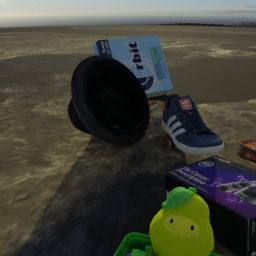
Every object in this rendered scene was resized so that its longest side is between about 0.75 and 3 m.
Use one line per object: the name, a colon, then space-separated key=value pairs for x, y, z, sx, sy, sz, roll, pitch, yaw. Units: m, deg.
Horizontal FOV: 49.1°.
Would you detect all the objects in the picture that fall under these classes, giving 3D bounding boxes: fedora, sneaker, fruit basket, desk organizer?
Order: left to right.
fedora: x=-0.693 y=-0.647 z=8.027 sx=1.330 sy=2.913 sz=2.913 roll=-22 pitch=8 yaw=38
desk organizer: x=1.215 y=0.305 z=7.749 sx=0.289 sy=0.270 sz=0.752 roll=14 pitch=27 yaw=30
fruit basket: x=0.571 y=1.599 z=3.227 sx=1.735 sy=1.735 sz=1.251 roll=10 pitch=23 yaw=21
sneaker: x=1.521 y=-0.216 z=7.138 sx=0.974 sy=1.098 sz=2.599 roll=-8 pitch=22 yaw=-16

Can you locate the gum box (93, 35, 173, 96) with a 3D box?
gum box: x=0.255 y=-2.392 z=11.214 sx=2.798 sy=2.377 sz=0.623 roll=-15 pitch=-2 yaw=-28

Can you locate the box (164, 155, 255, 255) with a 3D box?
box: x=1.735 y=1.212 z=4.846 sx=1.356 sy=0.758 sz=1.922 roll=-11 pitch=16 yaw=-27

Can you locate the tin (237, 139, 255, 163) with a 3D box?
tin: x=3.125 y=0.581 z=6.379 sx=0.967 sy=0.362 sz=1.728 roll=20 pitch=13 yaw=39
